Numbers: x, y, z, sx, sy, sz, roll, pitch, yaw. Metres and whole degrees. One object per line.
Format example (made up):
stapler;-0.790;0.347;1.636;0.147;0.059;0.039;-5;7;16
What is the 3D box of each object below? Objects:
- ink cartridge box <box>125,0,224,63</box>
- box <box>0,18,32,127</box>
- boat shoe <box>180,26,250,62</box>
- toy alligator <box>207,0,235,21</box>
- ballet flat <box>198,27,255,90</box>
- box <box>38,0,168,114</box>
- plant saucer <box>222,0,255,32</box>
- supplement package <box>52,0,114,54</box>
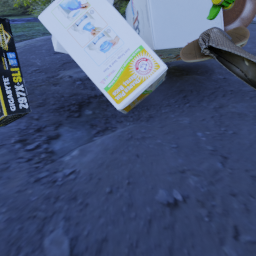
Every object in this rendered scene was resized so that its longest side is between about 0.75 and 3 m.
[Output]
ink cartridge box;1.317;-3.375;9.074;2.161;2.151;2.974;-9;6;-9
box;-2.471;-0.870;5.188;0.493;1.595;1.997;-12;1;-36
boat shoe;2.331;-2.123;7.572;1.811;0.645;0.584;-14;-18;14
toy alligator;1.296;-1.779;3.351;0.315;1.061;0.288;-5;61;-41
ballet flat;2.671;-1.447;6.527;0.621;0.902;2.678;-34;66;-24
box;-0.392;-1.449;5.317;1.119;2.207;1.241;-41;-4;4
plant saucer;3.013;-3.712;8.479;0.334;1.828;1.828;-4;23;-42
supplement package;-1.538;-3.906;9.448;1.564;2.611;1.583;6;30;-23
